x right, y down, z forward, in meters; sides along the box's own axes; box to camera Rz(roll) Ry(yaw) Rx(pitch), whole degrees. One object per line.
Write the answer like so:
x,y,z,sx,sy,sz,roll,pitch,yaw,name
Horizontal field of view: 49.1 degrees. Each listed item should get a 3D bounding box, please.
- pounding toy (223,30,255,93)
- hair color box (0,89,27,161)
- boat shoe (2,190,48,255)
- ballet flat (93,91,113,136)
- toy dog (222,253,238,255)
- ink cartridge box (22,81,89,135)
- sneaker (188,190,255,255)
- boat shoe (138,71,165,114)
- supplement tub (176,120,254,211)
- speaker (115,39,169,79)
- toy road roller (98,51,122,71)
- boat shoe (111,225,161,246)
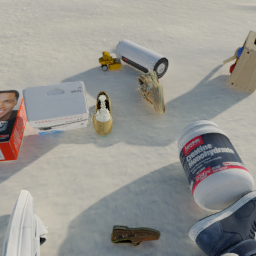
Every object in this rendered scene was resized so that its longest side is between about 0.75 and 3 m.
5.220,-3.010,12.461,1.661,2.151,2.336,23,47,11,pounding toy
-4.493,-0.169,9.889,1.512,0.912,2.979,-5,41,-5,hair color box
-2.421,2.638,6.754,0.925,0.972,2.699,17,23,-24,boat shoe
-0.985,-0.618,10.578,0.753,0.691,2.193,-5,42,-5,ballet flat
1.753,3.837,5.117,1.256,1.720,2.608,-24,23,34,toy dog
-2.257,-0.574,9.147,1.784,2.467,1.039,-10,82,-11,ink cartridge box
2.990,2.596,6.571,2.522,0.959,1.822,-24,37,-15,sneaker
0.922,-1.395,11.367,0.882,0.975,2.735,-10,35,1,boat shoe
2.361,1.019,8.001,1.589,1.589,2.265,-6,42,-7,supplement tub
0.614,-3.342,13.407,1.086,1.086,2.675,-31,50,-30,speaker
-0.873,-3.283,13.546,1.104,0.806,0.678,-8,42,-9,toy road roller
0.190,2.737,6.971,1.237,0.445,0.421,-1,45,13,boat shoe
